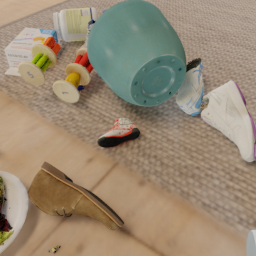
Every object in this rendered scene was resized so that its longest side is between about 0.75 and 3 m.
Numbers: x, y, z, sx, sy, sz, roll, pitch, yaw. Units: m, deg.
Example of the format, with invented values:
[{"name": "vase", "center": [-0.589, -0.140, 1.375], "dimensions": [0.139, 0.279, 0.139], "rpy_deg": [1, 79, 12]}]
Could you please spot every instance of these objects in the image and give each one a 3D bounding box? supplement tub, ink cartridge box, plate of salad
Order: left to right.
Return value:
[{"name": "plate of salad", "center": [-3.518, 1.946, 6.386], "dimensions": [2.432, 0.584, 2.432], "rpy_deg": [-2, 49, 3]}, {"name": "ink cartridge box", "center": [-3.986, -3.165, 11.540], "dimensions": [1.445, 0.851, 2.509], "rpy_deg": [6, 45, 7]}, {"name": "supplement tub", "center": [-2.324, -4.667, 12.694], "dimensions": [1.900, 1.377, 1.377], "rpy_deg": [-7, 45, -7]}]

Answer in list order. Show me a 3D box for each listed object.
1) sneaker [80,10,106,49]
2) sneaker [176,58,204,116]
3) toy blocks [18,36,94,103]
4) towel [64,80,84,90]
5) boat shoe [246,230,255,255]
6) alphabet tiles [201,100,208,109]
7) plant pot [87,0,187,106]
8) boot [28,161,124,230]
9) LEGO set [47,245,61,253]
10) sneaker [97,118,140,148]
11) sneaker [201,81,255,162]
[{"name": "sneaker", "center": [-1.404, -4.028, 11.731], "dimensions": [2.222, 0.946, 0.856], "rpy_deg": [-42, 33, 17]}, {"name": "sneaker", "center": [2.248, -1.484, 9.792], "dimensions": [0.917, 0.925, 2.551], "rpy_deg": [-19, 40, 38]}, {"name": "toy blocks", "center": [-2.199, -2.455, 9.941], "dimensions": [2.244, 0.978, 2.692], "rpy_deg": [28, 54, -7]}, {"name": "towel", "center": [-2.144, -1.536, 10.358], "dimensions": [0.881, 0.218, 0.650], "rpy_deg": [-15, 53, -15]}, {"name": "boat shoe", "center": [2.953, 3.159, 4.959], "dimensions": [1.256, 0.979, 2.767], "rpy_deg": [5, 42, 11]}, {"name": "alphabet tiles", "center": [2.978, -0.799, 9.680], "dimensions": [0.985, 0.073, 1.007], "rpy_deg": [10, 45, 9]}, {"name": "plant pot", "center": [0.463, -2.109, 8.895], "dimensions": [2.958, 2.958, 2.373], "rpy_deg": [-16, 50, -16]}, {"name": "boot", "center": [-1.288, 1.812, 6.600], "dimensions": [2.637, 0.971, 0.995], "rpy_deg": [24, 68, 28]}, {"name": "LEGO set", "center": [-1.484, 2.821, 5.878], "dimensions": [0.503, 0.219, 0.774], "rpy_deg": [-34, 54, -29]}, {"name": "sneaker", "center": [-0.379, 0.120, 8.481], "dimensions": [1.362, 0.455, 0.730], "rpy_deg": [-16, 45, -20]}, {"name": "sneaker", "center": [3.074, -0.126, 8.544], "dimensions": [1.415, 1.064, 2.841], "rpy_deg": [-20, 47, 20]}]
